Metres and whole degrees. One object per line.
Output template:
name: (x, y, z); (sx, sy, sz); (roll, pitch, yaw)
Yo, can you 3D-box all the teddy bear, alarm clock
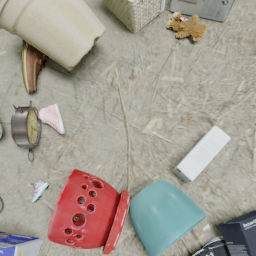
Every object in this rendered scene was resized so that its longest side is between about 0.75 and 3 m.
teddy bear: (2.275, -3.942, 10.921); (1.587, 0.530, 1.151); (15, 70, 12)
alarm clock: (-3.339, 0.171, 9.235); (0.671, 1.360, 2.016); (-5, 104, 1)

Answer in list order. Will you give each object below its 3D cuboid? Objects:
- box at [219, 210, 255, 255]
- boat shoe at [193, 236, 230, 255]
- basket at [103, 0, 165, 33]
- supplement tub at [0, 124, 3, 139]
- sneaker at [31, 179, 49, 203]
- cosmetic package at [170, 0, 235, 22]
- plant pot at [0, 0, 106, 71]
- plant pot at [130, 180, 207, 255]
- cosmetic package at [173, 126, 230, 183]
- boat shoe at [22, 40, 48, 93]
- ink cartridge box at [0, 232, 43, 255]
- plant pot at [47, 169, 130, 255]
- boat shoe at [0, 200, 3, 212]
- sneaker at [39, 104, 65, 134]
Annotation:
box: (3.791, 3.368, 8.238); (1.569, 0.937, 1.595); (-9, 72, -27)
boat shoe: (2.305, 4.031, 8.342); (2.542, 0.862, 0.912); (-22, 75, -6)
basket: (0.155, -5.133, 10.449); (1.693, 2.105, 2.086); (-42, 78, -5)
supplement tub: (-5.614, -0.604, 9.075); (2.061, 2.061, 2.842); (-31, 76, -9)
sneaker: (-3.034, 2.034, 9.252); (0.531, 0.295, 0.759); (33, 67, 11)
cosmetic package: (3.097, -6.054, 10.536); (2.318, 2.333, 2.787); (13, 74, 4)
plant pot: (-2.286, -3.467, 9.199); (2.636, 2.880, 2.880); (40, 76, -17)
plant pot: (1.002, 2.552, 8.277); (2.031, 2.031, 1.630); (-35, 65, -10)
cosmetic package: (2.391, 0.892, 9.212); (0.713, 0.978, 1.925); (41, 78, 11)
boat shoe: (-3.384, -2.603, 10.231); (0.924, 0.984, 2.735); (1, 77, -18)
ink cartridge box: (-4.132, 3.133, 7.548); (2.859, 2.893, 0.680); (9, 74, 3)
plant pot: (-1.054, 2.468, 8.163); (1.934, 2.124, 2.124); (17, 74, 1)
boat shoe: (-5.032, 2.190, 8.958); (2.100, 0.770, 0.782); (29, 66, -13)
sneaker: (-2.624, -0.243, 9.585); (0.734, 0.528, 1.403); (-16, 48, -14)
